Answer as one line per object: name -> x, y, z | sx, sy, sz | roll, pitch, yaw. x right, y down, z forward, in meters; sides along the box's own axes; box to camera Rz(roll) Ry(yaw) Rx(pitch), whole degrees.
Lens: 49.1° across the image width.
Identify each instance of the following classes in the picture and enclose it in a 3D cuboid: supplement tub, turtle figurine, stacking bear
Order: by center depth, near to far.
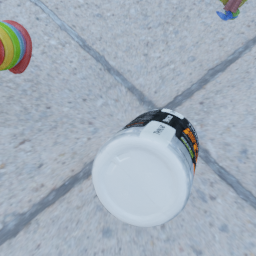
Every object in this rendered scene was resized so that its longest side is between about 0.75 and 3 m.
supplement tub -> 0.494, 0.512, 5.201 | 1.555, 1.555, 2.539 | 21, 20, 11
stacking bear -> -3.462, -1.971, 7.006 | 1.458, 1.365, 2.400 | 38, 20, -12
turtle figurine -> 2.876, -3.969, 7.207 | 1.981, 1.921, 1.425 | -33, 50, -16
